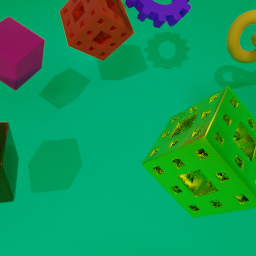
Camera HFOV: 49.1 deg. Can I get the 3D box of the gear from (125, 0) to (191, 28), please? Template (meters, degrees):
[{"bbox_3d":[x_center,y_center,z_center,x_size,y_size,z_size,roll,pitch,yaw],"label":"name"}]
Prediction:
[{"bbox_3d":[0.734,-3.363,6.841,1.777,0.329,1.777,3,80,-19],"label":"gear"}]

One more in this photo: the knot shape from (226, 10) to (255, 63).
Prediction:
[{"bbox_3d":[3.516,-2.087,6.740,1.943,1.818,0.898,-6,71,37],"label":"knot shape"}]

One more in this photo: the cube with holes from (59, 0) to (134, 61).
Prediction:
[{"bbox_3d":[-0.820,-2.740,7.242,1.212,1.212,1.212,-34,62,32],"label":"cube with holes"}]

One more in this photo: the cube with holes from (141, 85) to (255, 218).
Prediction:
[{"bbox_3d":[1.359,0.438,4.653,1.353,1.353,1.353,47,48,-10],"label":"cube with holes"}]

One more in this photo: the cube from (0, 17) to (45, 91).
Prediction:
[{"bbox_3d":[-2.707,-1.729,6.559,1.021,1.021,1.021,33,54,0],"label":"cube"}]

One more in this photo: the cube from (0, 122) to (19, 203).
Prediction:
[{"bbox_3d":[-2.661,0.657,5.049,1.073,1.073,1.073,-5,44,-11],"label":"cube"}]
